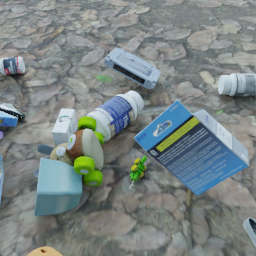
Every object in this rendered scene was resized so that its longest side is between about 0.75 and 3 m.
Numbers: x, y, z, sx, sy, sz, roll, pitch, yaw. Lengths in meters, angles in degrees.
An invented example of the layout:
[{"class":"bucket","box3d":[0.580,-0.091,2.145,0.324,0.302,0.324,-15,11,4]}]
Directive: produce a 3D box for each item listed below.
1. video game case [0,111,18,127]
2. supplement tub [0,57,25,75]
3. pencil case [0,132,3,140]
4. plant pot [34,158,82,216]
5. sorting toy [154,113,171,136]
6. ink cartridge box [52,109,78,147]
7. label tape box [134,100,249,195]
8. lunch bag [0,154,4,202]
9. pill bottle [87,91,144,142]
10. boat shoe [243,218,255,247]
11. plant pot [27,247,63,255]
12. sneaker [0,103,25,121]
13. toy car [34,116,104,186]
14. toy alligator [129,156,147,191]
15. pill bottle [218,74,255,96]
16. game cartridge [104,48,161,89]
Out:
[{"class":"video game case","box3d":[-5.405,-0.505,10.545,1.619,0.406,1.786,19,4,18]},{"class":"supplement tub","box3d":[-5.641,-2.975,13.495,1.167,0.819,0.819,-7,45,-8]},{"class":"pencil case","box3d":[-5.122,0.459,10.298,1.083,0.455,0.463,-40,30,-31]},{"class":"plant pot","box3d":[-2.071,1.802,8.450,1.295,1.268,1.271,6,43,-17]},{"class":"sorting toy","box3d":[1.332,0.000,8.821,0.851,0.945,0.505,19,46,8]},{"class":"ink cartridge box","box3d":[-2.308,0.040,10.391,0.543,0.941,1.288,3,44,4]},{"class":"label tape box","box3d":[1.845,0.501,8.306,2.743,1.965,0.907,42,35,-7]},{"class":"lunch bag","box3d":[-4.768,1.618,8.680,1.546,1.159,1.823,-9,56,-6]},{"class":"pill bottle","box3d":[-0.427,-0.535,10.767,1.218,1.218,2.194,33,54,29]},{"class":"boat shoe","box3d":[3.656,3.022,7.763,0.403,0.411,1.155,-17,47,-16]},{"class":"plant pot","box3d":[-1.963,3.551,6.653,1.433,1.433,1.003,-30,36,-27]},{"class":"sneaker","box3d":[-4.740,-0.725,11.484,1.366,0.505,0.541,21,44,20]},{"class":"toy car","box3d":[-2.017,0.878,9.177,2.230,1.760,1.832,-8,55,8]},{"class":"toy alligator","box3d":[0.236,1.504,9.334,0.400,0.437,1.475,-21,30,42]},{"class":"pill bottle","box3d":[4.938,-1.885,12.291,1.733,0.986,0.986,1,45,1]},{"class":"game cartridge","box3d":[0.270,-2.762,12.802,2.474,0.514,1.647,29,33,0]}]
